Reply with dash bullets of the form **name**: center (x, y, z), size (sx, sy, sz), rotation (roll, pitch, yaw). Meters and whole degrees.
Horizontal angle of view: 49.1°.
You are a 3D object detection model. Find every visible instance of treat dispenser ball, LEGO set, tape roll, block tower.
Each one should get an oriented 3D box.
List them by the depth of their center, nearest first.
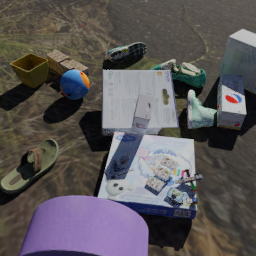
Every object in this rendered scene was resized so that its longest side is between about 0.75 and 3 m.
- **tape roll**: center (-0.873, 2.591, 5.869), size (2.589, 2.589, 1.100), rotation (4, 43, 4)
- **LEGO set**: center (1.406, 1.555, 7.905), size (1.480, 0.363, 1.106), rotation (26, 59, 27)
- **treat dispenser ball**: center (-2.196, -1.782, 11.569), size (1.211, 1.211, 1.211), rotation (0, 43, 0)
- **block tower**: center (-2.875, -2.863, 13.091), size (0.719, 0.672, 2.488), rotation (-33, 52, -31)

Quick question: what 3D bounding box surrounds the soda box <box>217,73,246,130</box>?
- **soda box**: center (4.059, -1.112, 11.115), size (0.882, 0.824, 2.589), rotation (9, 44, 10)

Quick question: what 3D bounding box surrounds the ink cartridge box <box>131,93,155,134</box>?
- **ink cartridge box**: center (0.458, -0.455, 9.075), size (0.524, 1.237, 0.894), rotation (12, 67, -2)

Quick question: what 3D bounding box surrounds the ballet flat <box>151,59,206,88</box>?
- **ballet flat**: center (2.273, -2.614, 12.638), size (2.646, 0.931, 0.891), rotation (19, 47, 20)

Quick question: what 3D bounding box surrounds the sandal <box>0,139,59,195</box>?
- **sandal**: center (-3.036, 1.123, 8.854), size (0.906, 0.651, 2.282), rotation (21, 47, 21)

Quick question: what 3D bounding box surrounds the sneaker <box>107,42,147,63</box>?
- **sneaker**: center (-0.055, -3.931, 14.190), size (2.111, 0.818, 0.841), rotation (-16, 37, -16)

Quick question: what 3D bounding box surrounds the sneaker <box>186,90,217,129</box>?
- **sneaker**: center (2.826, -0.729, 10.800), size (1.082, 0.675, 1.835), rotation (0, 53, 8)

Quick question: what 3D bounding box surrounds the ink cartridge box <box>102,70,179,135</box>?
- **ink cartridge box**: center (0.379, -1.024, 10.704), size (2.767, 0.599, 2.717), rotation (0, 60, -3)

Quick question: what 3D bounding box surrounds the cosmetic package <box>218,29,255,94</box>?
- **cosmetic package**: center (5.259, -2.894, 12.160), size (1.220, 1.978, 1.984), rotation (-31, 51, -29)

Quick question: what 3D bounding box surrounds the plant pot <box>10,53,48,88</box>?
- **plant pot**: center (-4.266, -2.482, 12.428), size (1.164, 1.027, 1.164), rotation (25, 49, 24)

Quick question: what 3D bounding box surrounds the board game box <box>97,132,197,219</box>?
- **board game box**: center (0.679, 1.337, 8.664), size (2.724, 0.591, 2.710), rotation (6, 43, 6)
